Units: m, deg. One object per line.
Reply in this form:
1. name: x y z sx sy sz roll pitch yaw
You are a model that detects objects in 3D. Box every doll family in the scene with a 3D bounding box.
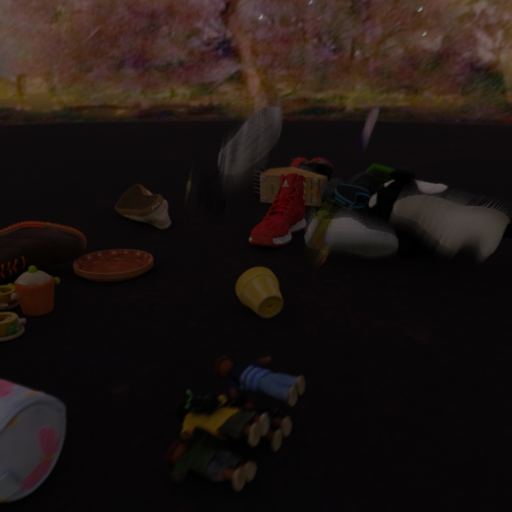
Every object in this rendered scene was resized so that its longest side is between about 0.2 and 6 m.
1. doll family: -0.254 1.555 5.604 1.015 0.689 1.756 5 13 30

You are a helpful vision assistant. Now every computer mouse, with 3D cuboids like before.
1. computer mouse: -0.231 -1.579 9.095 2.029 0.445 1.113 -47 36 -2

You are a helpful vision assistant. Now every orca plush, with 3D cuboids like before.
1. orca plush: 3.668 -0.410 11.468 4.389 1.560 2.309 28 -12 45

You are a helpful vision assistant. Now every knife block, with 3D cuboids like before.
1. knife block: 1.068 -2.228 17.089 2.655 0.849 2.331 5 20 19

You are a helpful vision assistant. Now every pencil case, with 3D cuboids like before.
1. pencil case: -2.864 1.521 5.188 2.185 0.908 0.991 7 26 22

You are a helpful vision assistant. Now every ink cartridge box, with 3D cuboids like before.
1. ink cartridge box: 2.550 -2.877 12.839 0.179 0.965 0.457 21 -20 3

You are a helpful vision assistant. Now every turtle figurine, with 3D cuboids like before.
1. turtle figurine: 1.057 -0.389 9.325 0.292 0.731 0.906 4 41 -3

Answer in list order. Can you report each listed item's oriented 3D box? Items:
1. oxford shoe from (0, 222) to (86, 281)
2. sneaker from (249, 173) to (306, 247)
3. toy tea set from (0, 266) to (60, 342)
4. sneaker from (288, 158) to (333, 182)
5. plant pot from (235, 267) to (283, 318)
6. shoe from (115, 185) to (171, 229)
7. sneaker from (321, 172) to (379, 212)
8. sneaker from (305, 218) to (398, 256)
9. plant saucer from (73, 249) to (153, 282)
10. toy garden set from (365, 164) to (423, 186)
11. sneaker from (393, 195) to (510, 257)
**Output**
1. oxford shoe: -4.448 0.126 9.925 2.884 1.026 1.046 -10 42 -22
2. sneaker: 0.484 -1.114 12.651 0.962 1.418 2.454 6 18 17
3. toy tea set: -3.786 0.667 8.130 1.205 0.750 2.027 2 18 7
4. sneaker: 2.072 -2.715 18.650 1.260 0.911 2.579 25 20 27
5. plant pot: 0.096 0.609 8.623 0.669 0.669 0.629 -7 35 -22
6. shoe: -2.896 -1.203 14.321 0.954 0.728 2.729 -47 29 -11
7. sneaker: 2.866 -1.712 15.886 1.019 0.911 2.488 38 36 27
8. sneaker: 1.891 -0.461 11.090 1.821 0.665 0.645 8 56 10
9. plant saucer: -2.668 0.189 10.522 1.456 0.235 1.456 -1 17 0
10. toy garden set: 4.155 -2.260 17.465 1.617 0.387 1.939 17 -4 0
11. sneaker: 3.380 -0.573 9.990 2.002 0.872 0.746 17 5 29
